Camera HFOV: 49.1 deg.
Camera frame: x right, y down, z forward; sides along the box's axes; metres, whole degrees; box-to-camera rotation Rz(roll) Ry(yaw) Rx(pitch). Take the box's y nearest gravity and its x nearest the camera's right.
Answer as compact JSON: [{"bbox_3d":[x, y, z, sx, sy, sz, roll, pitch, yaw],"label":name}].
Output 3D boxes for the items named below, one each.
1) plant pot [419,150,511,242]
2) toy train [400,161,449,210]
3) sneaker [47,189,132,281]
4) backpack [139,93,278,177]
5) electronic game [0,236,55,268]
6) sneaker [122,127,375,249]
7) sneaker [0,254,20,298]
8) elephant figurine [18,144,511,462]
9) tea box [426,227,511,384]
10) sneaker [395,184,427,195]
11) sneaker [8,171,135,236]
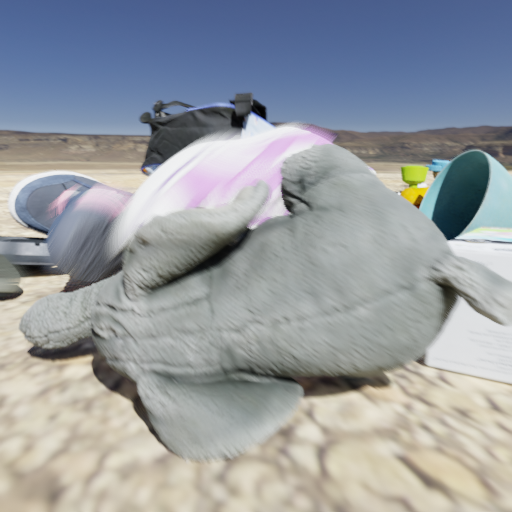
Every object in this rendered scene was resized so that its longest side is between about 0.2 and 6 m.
[{"bbox_3d":[3.459,-0.638,8.677,1.131,1.679,1.679,23,6,-14],"label":"plant pot"},{"bbox_3d":[2.755,-0.957,10.024,2.542,1.471,1.076,-7,12,-32],"label":"toy train"},{"bbox_3d":[-1.959,-0.351,6.423,1.053,0.901,2.568,28,4,2],"label":"sneaker"},{"bbox_3d":[-0.365,-1.594,10.528,2.927,2.367,3.073,5,6,-42],"label":"backpack"},{"bbox_3d":[-3.251,-0.038,7.956,2.037,0.424,2.037,3,4,0],"label":"electronic game"},{"bbox_3d":[0.143,-0.553,5.944,2.925,1.060,1.668,-31,50,-33],"label":"sneaker"},{"bbox_3d":[-3.598,0.210,6.219,1.821,1.043,0.696,24,9,-7],"label":"sneaker"},{"bbox_3d":[-0.215,0.378,3.576,2.563,1.989,1.814,-14,59,-18],"label":"elephant figurine"},{"bbox_3d":[2.308,0.363,4.415,1.473,0.984,1.449,7,12,34],"label":"tea box"},{"bbox_3d":[3.037,-1.152,12.521,1.396,0.912,2.495,5,13,19],"label":"sneaker"},{"bbox_3d":[-2.035,-0.629,8.520,2.856,1.086,2.064,6,4,-42],"label":"sneaker"}]
